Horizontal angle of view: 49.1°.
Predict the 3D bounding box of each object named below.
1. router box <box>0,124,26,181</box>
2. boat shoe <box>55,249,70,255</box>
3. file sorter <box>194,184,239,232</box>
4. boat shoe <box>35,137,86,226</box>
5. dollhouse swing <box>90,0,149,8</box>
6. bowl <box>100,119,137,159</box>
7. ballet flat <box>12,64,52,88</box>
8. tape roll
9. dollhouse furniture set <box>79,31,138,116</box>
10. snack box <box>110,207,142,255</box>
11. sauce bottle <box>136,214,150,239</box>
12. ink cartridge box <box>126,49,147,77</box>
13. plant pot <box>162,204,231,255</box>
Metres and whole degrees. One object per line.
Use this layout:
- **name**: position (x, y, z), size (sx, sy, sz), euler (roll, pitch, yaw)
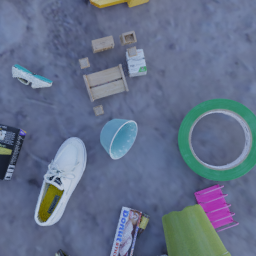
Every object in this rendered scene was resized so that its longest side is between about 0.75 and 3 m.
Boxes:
- **router box**: position (-4.893, 0.653, 9.550), size (2.272, 0.593, 1.786), euler (14, 78, 3)
- **boat shoe**: position (-1.947, 4.205, 8.953), size (0.831, 0.304, 0.269), euler (34, 85, 7)
- **file sorter**: position (2.863, 2.577, 9.042), size (0.890, 0.803, 1.280), euler (-19, 79, -3)
- **boat shoe**: position (-2.245, 1.656, 8.985), size (1.113, 1.285, 3.013), euler (22, 79, 5)
- **dollhouse swing**: position (-0.365, -6.047, 10.291), size (2.203, 2.277, 2.506), euler (-14, 78, -24)
- **bowl**: position (-0.400, 0.259, 9.362), size (0.738, 1.410, 1.410), euler (28, 79, 28)
- **ballet flat**: position (-3.494, -1.767, 10.178), size (1.634, 0.586, 0.586), euler (26, 79, 8)
- **tape roll**: position (3.004, 0.378, 9.280), size (2.661, 0.640, 2.661), euler (0, 88, 10)
- **dollhouse furniture set**: position (-0.512, -1.978, 10.228), size (2.142, 1.226, 2.512), euler (-16, 102, -2)
- **snack box**: position (-0.082, 3.535, 9.041), size (0.650, 0.220, 1.809), euler (9, 77, 24)
- **sauce bottle**: position (0.446, 3.228, 9.179), size (0.262, 0.262, 0.809), euler (26, 79, 5)
- **ink cartridge box**: position (0.300, -2.393, 10.314), size (0.647, 0.367, 0.883), euler (-8, 78, -2)
- **plant pot**: position (1.929, 3.454, 8.403), size (2.113, 2.113, 2.007), euler (-17, 67, -4)
